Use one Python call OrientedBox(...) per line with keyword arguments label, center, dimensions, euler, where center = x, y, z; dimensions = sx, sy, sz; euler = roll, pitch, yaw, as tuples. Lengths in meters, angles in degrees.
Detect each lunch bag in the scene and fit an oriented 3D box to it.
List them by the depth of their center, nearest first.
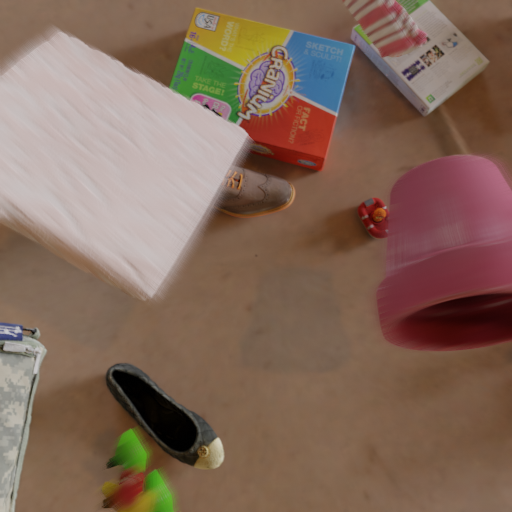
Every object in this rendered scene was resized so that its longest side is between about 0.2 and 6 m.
OrientedBox(label="lunch bag", center=(-4.446, 2.397, 7.715), dimensions=(2.566, 2.132, 3.060), euler=(8, 78, -12))

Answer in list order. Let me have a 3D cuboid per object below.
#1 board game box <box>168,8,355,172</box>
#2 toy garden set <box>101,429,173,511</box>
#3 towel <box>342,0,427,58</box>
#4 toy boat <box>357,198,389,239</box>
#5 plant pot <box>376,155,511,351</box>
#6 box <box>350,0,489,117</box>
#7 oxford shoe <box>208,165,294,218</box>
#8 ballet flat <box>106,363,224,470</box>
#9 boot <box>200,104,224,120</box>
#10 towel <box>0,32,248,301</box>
OrientedBox(label="board game box", center=(0.039, -2.839, 9.524), dimensions=(2.824, 0.570, 2.161), euler=(14, 78, 3))
OrientedBox(label="toy garden set", center=(-0.981, 2.942, 5.822), dimensions=(0.419, 1.751, 2.101), euler=(-31, 88, -13))
OrientedBox(label="towel", center=(1.252, -2.927, 6.312), dimensions=(0.231, 1.130, 1.544), euler=(-39, 104, 5))
OrientedBox(label="toy boat", center=(1.984, -0.633, 9.110), dimensions=(0.466, 0.466, 0.713), euler=(-27, 79, -5))
OrientedBox(label="plant pot", center=(1.952, -0.040, 5.404), dimensions=(1.692, 1.692, 1.515), euler=(-3, 63, -1))
OrientedBox(label="box", center=(2.842, -3.615, 9.809), dimensions=(1.441, 0.363, 1.997), euler=(-38, 82, -7))
OrientedBox(label="oxford shoe", center=(-0.474, -1.114, 9.023), dimensions=(2.204, 0.803, 0.786), euler=(4, 78, 2))
OrientedBox(label="ballet flat", center=(-1.419, 2.440, 8.377), dimensions=(2.208, 0.627, 0.734), euler=(37, 80, 7))
OrientedBox(label="boot", center=(-1.476, -1.624, 8.789), dimensions=(1.875, 0.852, 2.232), euler=(-40, 37, -15))
OrientedBox(label="towel", center=(-1.565, -0.988, 5.487), dimensions=(2.402, 0.387, 2.294), euler=(28, 55, -1))
